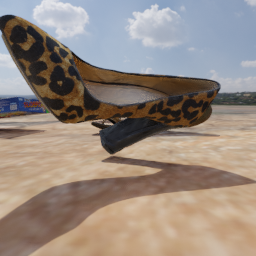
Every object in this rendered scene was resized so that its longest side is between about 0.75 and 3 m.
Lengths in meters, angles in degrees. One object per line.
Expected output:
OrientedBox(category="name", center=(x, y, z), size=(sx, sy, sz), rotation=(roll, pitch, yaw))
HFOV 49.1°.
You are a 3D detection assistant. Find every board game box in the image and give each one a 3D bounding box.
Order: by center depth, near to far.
OrientedBox(category="board game box", center=(-3.759, -0.535, 8.287), size=(2.331, 0.402, 1.577), rotation=(-5, -1, 14))

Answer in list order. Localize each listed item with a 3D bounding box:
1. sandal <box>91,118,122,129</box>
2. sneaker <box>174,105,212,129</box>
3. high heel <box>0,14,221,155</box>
OrientedBox(category="sandal", center=(-0.271, -0.121, 7.555), size=(1.435, 0.392, 0.586), rotation=(2, -7, -4))
OrientedBox(category="sneaker", center=(0.797, -0.723, 8.121), size=(2.954, 0.990, 1.326), rotation=(5, -22, 38))
OrientedBox(category="high heel", center=(0.032, -0.690, 3.400), size=(1.936, 0.970, 2.716), rotation=(-26, -35, 12))
